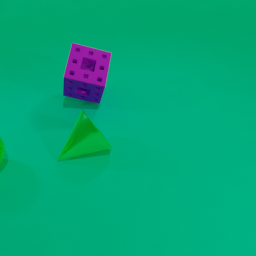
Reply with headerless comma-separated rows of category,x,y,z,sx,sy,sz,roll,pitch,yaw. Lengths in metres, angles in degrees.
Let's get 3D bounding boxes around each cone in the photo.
cone,-1.263,0.407,7.017,1.262,1.257,1.257,-39,45,-6

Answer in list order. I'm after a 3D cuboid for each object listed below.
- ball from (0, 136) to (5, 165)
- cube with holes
ball,-3.463,0.528,6.406,1.198,1.198,1.198,0,36,0
cube with holes,-1.272,-1.637,8.617,1.187,1.187,1.187,12,68,-9
